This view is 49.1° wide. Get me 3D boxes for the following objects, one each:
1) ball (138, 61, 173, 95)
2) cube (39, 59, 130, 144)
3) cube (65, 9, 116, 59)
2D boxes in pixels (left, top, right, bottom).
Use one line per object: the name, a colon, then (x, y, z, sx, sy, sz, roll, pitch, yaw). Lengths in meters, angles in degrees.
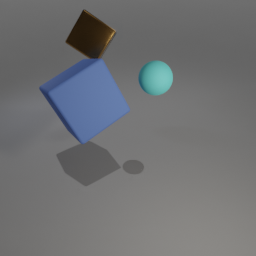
ball: (0.561, -1.018, 5.718, 0.700, 0.700, 0.700, 0, 30, 0)
cube: (-1.064, -0.702, 6.718, 1.400, 1.400, 1.400, -36, 25, -13)
cube: (-1.415, -3.587, 11.044, 1.400, 1.400, 1.400, 32, 14, -10)
